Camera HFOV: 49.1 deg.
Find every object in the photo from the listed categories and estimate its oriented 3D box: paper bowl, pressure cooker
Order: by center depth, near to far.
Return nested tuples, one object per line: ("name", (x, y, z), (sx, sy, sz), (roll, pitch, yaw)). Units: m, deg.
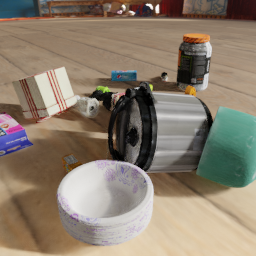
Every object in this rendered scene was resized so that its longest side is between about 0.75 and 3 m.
("paper bowl", (-0.514, 1.815, 6.644), (2.205, 1.147, 2.205), (0, 28, 0))
("pressure cooker", (0.759, 0.096, 8.181), (2.754, 2.460, 2.422), (1, 59, -21))

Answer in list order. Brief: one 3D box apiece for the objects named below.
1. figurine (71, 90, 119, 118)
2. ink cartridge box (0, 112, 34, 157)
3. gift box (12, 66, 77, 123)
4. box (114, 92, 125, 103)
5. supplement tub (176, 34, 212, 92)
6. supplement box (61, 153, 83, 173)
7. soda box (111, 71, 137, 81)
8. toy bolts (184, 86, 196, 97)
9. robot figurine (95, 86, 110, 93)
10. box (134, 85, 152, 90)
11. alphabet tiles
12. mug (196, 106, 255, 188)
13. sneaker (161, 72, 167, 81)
("figurine", (-1.631, -1.217, 12.875), (2.055, 0.885, 2.005), (-18, 26, -33))
("ink cartridge box", (-4.763, 0.168, 10.573), (1.290, 0.505, 2.724), (-22, 37, -36))
("gift box", (-3.552, -1.395, 12.045), (2.074, 1.937, 1.914), (-2, 22, 42))
("box", (0.204, -0.789, 11.467), (0.976, 0.935, 1.958), (-13, 27, -17))
("supplement tub", (3.531, -3.515, 15.010), (1.719, 2.805, 1.719), (0, 28, 0))
("supplement box", (-1.568, 1.271, 8.474), (0.442, 0.428, 1.286), (-18, 32, -27))
("soda box", (-0.233, -3.129, 16.749), (1.520, 0.515, 0.488), (-1, 28, -1))
("toy bolts", (2.234, -0.961, 11.757), (1.201, 1.654, 1.731), (11, 11, 33))
("robot figurine", (-1.325, -1.879, 14.404), (0.834, 0.483, 0.732), (16, 31, 29))
("box", (0.656, -1.651, 13.702), (1.197, 0.730, 0.285), (-21, 39, -34))
("alphabet tiles", (-0.528, -0.087, 9.427), (0.088, 1.956, 2.340), (10, 27, -6))
("mug", (3.122, 0.433, 8.008), (1.584, 2.105, 2.562), (20, 63, 18))
("sneaker", (2.200, -3.187, 16.908), (0.399, 0.473, 1.081), (2, 28, 3))
